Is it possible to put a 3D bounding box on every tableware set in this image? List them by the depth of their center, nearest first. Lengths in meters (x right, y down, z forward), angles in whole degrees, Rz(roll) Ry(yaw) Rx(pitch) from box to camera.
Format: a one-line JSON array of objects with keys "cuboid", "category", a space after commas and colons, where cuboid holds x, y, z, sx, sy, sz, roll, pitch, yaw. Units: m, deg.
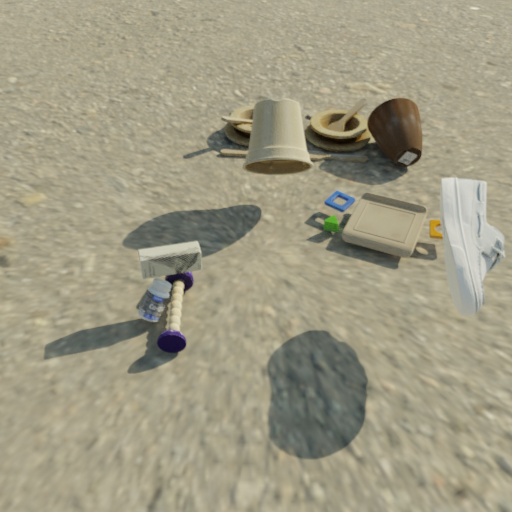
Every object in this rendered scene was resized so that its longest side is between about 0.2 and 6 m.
[{"cuboid": [0.830, -2.676, 11.191, 2.944, 0.590, 1.946, 4, 41, 4], "category": "tableware set"}]

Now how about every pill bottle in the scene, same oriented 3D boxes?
[{"cuboid": [-1.327, 0.578, 7.372, 0.300, 0.527, 0.300, 24, 10, -4], "category": "pill bottle"}]

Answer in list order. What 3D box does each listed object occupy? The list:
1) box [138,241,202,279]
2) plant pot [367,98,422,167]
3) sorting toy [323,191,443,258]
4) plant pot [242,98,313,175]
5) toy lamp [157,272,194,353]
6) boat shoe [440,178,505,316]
[{"cuboid": [-1.115, 0.053, 7.287, 0.788, 0.324, 0.270, -10, 38, -12], "category": "box"}, {"cuboid": [2.702, -2.215, 10.501, 1.002, 1.002, 1.072, -5, 56, -6], "category": "plant pot"}, {"cuboid": [2.048, -0.459, 8.872, 2.112, 0.288, 1.189, 17, 48, 19], "category": "sorting toy"}, {"cuboid": [0.340, -1.926, 9.017, 1.132, 1.036, 1.132, 0, -4, 0], "category": "plant pot"}, {"cuboid": [-1.066, 0.626, 7.519, 0.422, 0.422, 1.451, 0, 43, 0], "category": "toy lamp"}, {"cuboid": [2.600, -0.164, 6.681, 0.679, 0.714, 1.982, -3, 45, 14], "category": "boat shoe"}]
